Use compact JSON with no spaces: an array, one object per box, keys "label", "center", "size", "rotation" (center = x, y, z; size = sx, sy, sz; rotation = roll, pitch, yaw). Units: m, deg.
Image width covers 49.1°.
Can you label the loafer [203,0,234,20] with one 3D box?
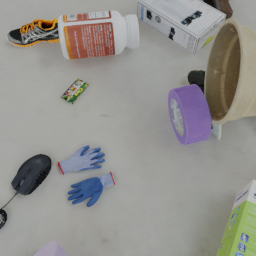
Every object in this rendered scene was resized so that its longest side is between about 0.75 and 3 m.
[{"label":"loafer","center":[3.676,-5.282,11.419],"size":[0.909,0.935,2.560],"rotation":[3,67,-9]}]

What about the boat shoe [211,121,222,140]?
[{"label":"boat shoe","center":[2.606,-0.047,8.430],"size":[0.371,1.041,0.363],"rotation":[-4,44,13]}]

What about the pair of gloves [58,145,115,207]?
[{"label":"pair of gloves","center":[-1.188,1.366,8.086],"size":[1.425,0.202,1.773],"rotation":[-22,62,-9]}]

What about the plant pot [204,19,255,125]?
[{"label":"plant pot","center":[3.485,-1.306,7.093],"size":[2.365,2.583,2.583],"rotation":[3,61,-1]}]

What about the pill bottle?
[{"label":"pill bottle","center":[-1.000,-3.291,9.889],"size":[2.673,1.499,1.499],"rotation":[-6,61,-4]}]

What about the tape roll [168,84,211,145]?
[{"label":"tape roll","center":[1.752,-0.384,8.176],"size":[0.713,1.678,1.678],"rotation":[-13,62,-4]}]

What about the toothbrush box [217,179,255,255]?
[{"label":"toothbrush box","center":[3.350,3.049,6.545],"size":[2.113,1.249,2.902],"rotation":[24,65,13]}]

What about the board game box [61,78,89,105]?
[{"label":"board game box","center":[-1.808,-1.263,9.575],"size":[0.495,0.111,0.945],"rotation":[30,65,13]}]

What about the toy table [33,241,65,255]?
[{"label":"toy table","center":[-1.665,3.817,5.456],"size":[1.624,2.549,2.773],"rotation":[49,36,-8]}]

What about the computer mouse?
[{"label":"computer mouse","center":[-3.184,1.801,7.683],"size":[0.825,0.479,2.814],"rotation":[31,66,15]}]

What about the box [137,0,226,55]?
[{"label":"box","center":[1.970,-4.276,10.771],"size":[2.962,0.891,1.728],"rotation":[39,68,19]}]

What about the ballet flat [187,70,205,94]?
[{"label":"ballet flat","center":[3.094,-1.183,9.322],"size":[2.508,0.833,0.712],"rotation":[33,26,15]}]

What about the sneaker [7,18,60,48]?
[{"label":"sneaker","center":[-3.463,-3.643,10.468],"size":[2.168,0.837,0.849],"rotation":[-10,64,-4]}]
